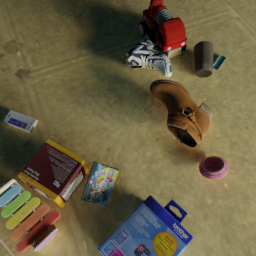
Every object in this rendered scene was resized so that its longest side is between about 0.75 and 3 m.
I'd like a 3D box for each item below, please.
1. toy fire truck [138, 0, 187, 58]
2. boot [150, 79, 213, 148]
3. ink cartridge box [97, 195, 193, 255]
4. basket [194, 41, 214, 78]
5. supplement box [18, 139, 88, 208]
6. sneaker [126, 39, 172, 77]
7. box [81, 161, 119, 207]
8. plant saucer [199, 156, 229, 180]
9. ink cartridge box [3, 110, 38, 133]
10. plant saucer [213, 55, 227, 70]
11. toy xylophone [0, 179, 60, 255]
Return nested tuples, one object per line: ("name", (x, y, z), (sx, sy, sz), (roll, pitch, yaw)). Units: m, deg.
("toy fire truck", (1.813, -5.001, 12.421), (1.897, 2.949, 2.596), (-21, 63, -10))
("boot", (1.799, -0.631, 10.683), (2.914, 1.074, 2.254), (29, 44, 10))
("ink cartridge box", (0.696, 3.511, 8.831), (1.887, 1.056, 2.765), (41, 67, 20))
("basket", (3.371, -2.979, 12.468), (0.881, 1.168, 1.295), (1, 72, 9))
("supplement box", (-2.566, 1.590, 9.849), (1.611, 1.084, 1.633), (28, 65, 14))
("sneaker", (0.763, -2.889, 12.409), (1.564, 0.959, 2.403), (-26, 65, -12))
("box", (-0.950, 1.911, 9.546), (0.911, 0.251, 1.333), (20, 89, -11))
("plant saucer", (3.114, 1.394, 10.207), (1.051, 0.266, 1.051), (-10, 41, 9))
("ink cartridge box", (-4.369, -0.273, 11.373), (1.270, 0.236, 0.602), (20, 63, 8))
("plant saucer", (4.213, -3.026, 12.978), (0.331, 0.090, 0.946), (32, 66, 16))
("toy xylophone", (-3.560, 3.069, 9.274), (2.605, 0.655, 1.908), (33, 67, 17))
